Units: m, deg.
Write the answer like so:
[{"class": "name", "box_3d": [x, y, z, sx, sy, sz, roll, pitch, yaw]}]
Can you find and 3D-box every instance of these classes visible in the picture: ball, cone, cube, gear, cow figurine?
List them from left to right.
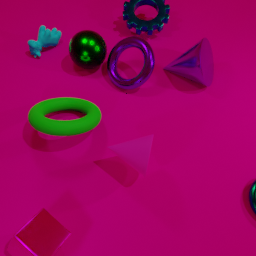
[{"class": "cube", "box_3d": [-1.993, 2.553, 6.290, 0.895, 0.895, 0.895, 40, 40, 6]}, {"class": "cow figurine", "box_3d": [-3.108, -3.173, 10.412, 0.640, 1.148, 1.167, 39, 28, 26]}, {"class": "ball", "box_3d": [-1.382, -2.704, 9.697, 1.319, 1.319, 1.319, 0, 57, 0]}, {"class": "cone", "box_3d": [0.006, 0.605, 7.238, 1.121, 1.117, 1.117, 11, 58, 6]}, {"class": "gear", "box_3d": [0.699, -4.448, 10.789, 1.797, 0.332, 1.797, 0, 74, 1]}, {"class": "cone", "box_3d": [1.947, -2.154, 9.665, 1.606, 1.600, 1.600, -1, 53, 31]}]

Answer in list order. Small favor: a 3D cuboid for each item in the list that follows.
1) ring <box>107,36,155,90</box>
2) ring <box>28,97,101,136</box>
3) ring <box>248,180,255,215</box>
[{"class": "ring", "box_3d": [0.068, -2.169, 9.364, 1.775, 0.355, 1.775, -1, 87, 28]}, {"class": "ring", "box_3d": [-1.833, -0.380, 8.225, 2.089, 0.418, 2.089, 3, 27, -2]}, {"class": "ring", "box_3d": [3.880, 1.852, 7.238, 1.428, 0.286, 1.428, -5, 63, 9]}]
